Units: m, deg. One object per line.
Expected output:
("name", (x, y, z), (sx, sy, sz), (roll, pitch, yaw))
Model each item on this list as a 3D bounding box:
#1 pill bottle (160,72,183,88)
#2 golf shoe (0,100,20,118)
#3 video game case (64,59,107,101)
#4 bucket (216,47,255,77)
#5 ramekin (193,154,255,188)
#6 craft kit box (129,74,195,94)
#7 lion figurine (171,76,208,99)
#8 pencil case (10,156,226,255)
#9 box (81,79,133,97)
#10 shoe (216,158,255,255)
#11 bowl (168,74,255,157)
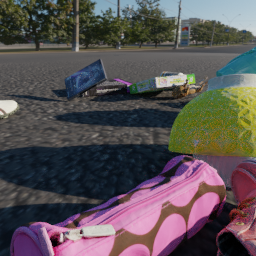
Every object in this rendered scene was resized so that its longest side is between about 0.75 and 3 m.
("pill bottle", (2.554, -2.599, 15.339), (1.528, 0.889, 0.889), (13, 23, 34))
("golf shoe", (-5.008, -0.796, 9.725), (0.955, 1.090, 2.475), (16, 23, 42))
("video game case", (-1.957, -2.200, 12.733), (2.022, 0.192, 1.445), (-28, 50, 12))
("bucket", (4.081, -1.393, 9.379), (1.499, 2.304, 2.304), (-26, 15, 11))
("ramekin", (2.285, 0.482, 5.978), (1.919, 1.007, 1.919), (1, 19, 0))
("craft kit box", (1.612, -2.132, 13.587), (2.300, 0.565, 2.329), (-8, 3, -29))
("lion figurine", (2.929, -1.804, 12.876), (1.767, 1.082, 0.640), (-5, 62, -10))
("pencil case", (0.110, 1.163, 3.465), (2.777, 1.301, 1.260), (-18, 40, -41))
("box", (-1.292, -2.141, 14.612), (2.789, 0.503, 1.994), (-6, 19, -23))
("shoe", (1.717, 1.243, 3.688), (1.296, 1.018, 2.849), (1, 21, -6))
("bowl", (2.339, -0.276, 6.040), (2.925, 1.574, 2.925), (0, -1, 0))
